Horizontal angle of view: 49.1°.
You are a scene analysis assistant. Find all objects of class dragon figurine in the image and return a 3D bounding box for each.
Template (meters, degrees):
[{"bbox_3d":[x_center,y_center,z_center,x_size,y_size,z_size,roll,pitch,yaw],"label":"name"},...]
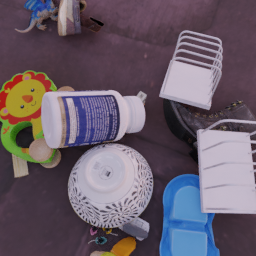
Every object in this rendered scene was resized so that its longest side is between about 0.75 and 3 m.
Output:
[{"bbox_3d":[-3.487,-4.503,10.820,2.476,0.729,1.231,-43,75,-16],"label":"dragon figurine"}]

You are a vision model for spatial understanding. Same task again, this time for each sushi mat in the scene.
[{"bbox_3d":[-3.477,1.125,9.009,0.437,0.055,0.914,-14,69,-6],"label":"sushi mat"}]

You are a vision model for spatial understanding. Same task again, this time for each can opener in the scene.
[{"bbox_3d":[-0.304,2.560,8.114,2.018,0.675,0.538,27,72,10],"label":"can opener"}]

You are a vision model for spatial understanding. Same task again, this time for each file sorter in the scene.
[{"bbox_3d":[2.120,-1.973,9.017,1.586,1.423,2.286,16,42,6],"label":"file sorter"},{"bbox_3d":[2.975,1.056,7.529,1.637,1.469,2.359,4,72,-10],"label":"file sorter"}]

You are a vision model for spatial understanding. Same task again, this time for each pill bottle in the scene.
[{"bbox_3d":[-0.994,-0.323,8.399,2.862,1.589,1.589,-6,67,-28],"label":"pill bottle"}]

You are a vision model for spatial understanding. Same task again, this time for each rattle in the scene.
[{"bbox_3d":[-0.310,4.198,7.709,1.223,1.342,1.878,-16,86,24],"label":"rattle"}]

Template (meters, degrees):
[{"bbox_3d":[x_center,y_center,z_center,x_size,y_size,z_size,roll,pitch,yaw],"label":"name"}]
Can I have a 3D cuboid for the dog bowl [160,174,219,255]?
[{"bbox_3d":[1.711,2.809,8.010,1.594,0.709,2.859,6,68,2],"label":"dog bowl"}]

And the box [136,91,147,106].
[{"bbox_3d":[0.407,-0.902,9.403,0.262,0.768,0.315,33,73,8],"label":"box"}]

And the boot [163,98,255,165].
[{"bbox_3d":[2.788,-0.277,9.177,2.534,1.008,2.911,-28,76,-16],"label":"boot"}]

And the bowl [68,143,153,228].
[{"bbox_3d":[-0.574,1.419,8.103,2.639,1.239,2.639,-1,62,2],"label":"bowl"}]

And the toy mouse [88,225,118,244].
[{"bbox_3d":[-0.857,3.100,8.185,0.753,0.164,0.847,-43,74,-15],"label":"toy mouse"}]

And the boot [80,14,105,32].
[{"bbox_3d":[-1.525,-3.964,10.248,1.253,1.042,0.453,22,88,-22],"label":"boot"}]

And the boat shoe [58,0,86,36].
[{"bbox_3d":[-2.100,-4.797,10.821,0.968,1.074,2.987,7,65,-13],"label":"boat shoe"}]

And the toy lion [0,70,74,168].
[{"bbox_3d":[-3.193,-0.474,9.246,2.843,1.018,2.966,14,70,13],"label":"toy lion"}]
